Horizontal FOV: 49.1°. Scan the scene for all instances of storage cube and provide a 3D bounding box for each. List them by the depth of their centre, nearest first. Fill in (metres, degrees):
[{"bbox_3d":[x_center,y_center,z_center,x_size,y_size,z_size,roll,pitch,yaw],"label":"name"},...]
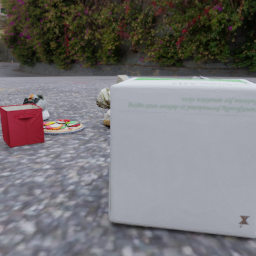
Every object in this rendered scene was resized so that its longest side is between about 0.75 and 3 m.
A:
[{"bbox_3d":[-2.887,-0.103,7.644,0.930,0.978,1.087,-9,15,-33],"label":"storage cube"}]

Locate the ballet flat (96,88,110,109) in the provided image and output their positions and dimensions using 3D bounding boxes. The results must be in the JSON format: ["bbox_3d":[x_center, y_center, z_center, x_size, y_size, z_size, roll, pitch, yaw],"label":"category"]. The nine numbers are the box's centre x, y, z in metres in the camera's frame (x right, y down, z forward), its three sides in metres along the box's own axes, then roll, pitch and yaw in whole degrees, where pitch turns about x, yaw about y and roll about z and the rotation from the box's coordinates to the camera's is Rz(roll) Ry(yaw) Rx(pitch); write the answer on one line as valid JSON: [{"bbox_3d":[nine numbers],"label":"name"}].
[{"bbox_3d":[-0.484,-0.897,8.872,0.675,0.749,1.989,-48,42,-15],"label":"ballet flat"}]

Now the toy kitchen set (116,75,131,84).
[{"bbox_3d":[0.862,-1.209,12.507,2.028,1.491,2.531,-8,35,-31],"label":"toy kitchen set"}]

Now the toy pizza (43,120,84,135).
[{"bbox_3d":[-2.230,-0.080,9.155,1.547,0.245,1.547,0,13,0],"label":"toy pizza"}]

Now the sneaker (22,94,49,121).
[{"bbox_3d":[-3.492,-0.614,9.811,0.949,1.018,2.568,1,14,-1],"label":"sneaker"}]

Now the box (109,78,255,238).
[{"bbox_3d":[0.788,0.253,4.027,1.879,1.888,1.617,3,15,10],"label":"box"}]

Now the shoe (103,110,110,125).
[{"bbox_3d":[-0.345,-0.613,10.371,0.967,0.738,2.765,1,13,5],"label":"shoe"}]

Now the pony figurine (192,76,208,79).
[{"bbox_3d":[3.260,-0.996,10.931,1.955,1.687,2.025,12,0,10],"label":"pony figurine"}]
